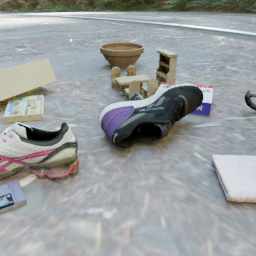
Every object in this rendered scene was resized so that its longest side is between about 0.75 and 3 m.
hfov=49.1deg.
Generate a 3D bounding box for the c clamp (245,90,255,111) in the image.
[{"bbox_3d":[3.816,-0.742,7.520,1.572,1.343,0.213,14,72,53],"label":"c clamp"}]

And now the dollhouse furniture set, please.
[{"bbox_3d":[0.569,-1.879,9.637,2.024,1.345,1.774,-10,28,-19],"label":"dollhouse furniture set"}]

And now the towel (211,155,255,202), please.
[{"bbox_3d":[2.398,0.941,5.287,1.408,0.227,1.345,1,25,1],"label":"towel"}]

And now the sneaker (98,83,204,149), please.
[{"bbox_3d":[0.810,-0.189,6.807,2.838,1.075,1.243,-20,38,-16],"label":"sneaker"}]

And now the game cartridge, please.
[{"bbox_3d":[-2.299,1.242,4.770,0.985,0.189,0.638,-15,26,-27],"label":"game cartridge"}]

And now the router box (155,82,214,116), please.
[{"bbox_3d":[1.777,-0.959,8.837,1.724,0.421,1.547,7,28,14],"label":"router box"}]

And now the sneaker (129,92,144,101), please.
[{"bbox_3d":[-0.056,-0.617,7.276,1.047,0.757,0.398,11,28,-17],"label":"sneaker"}]

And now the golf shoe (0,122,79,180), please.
[{"bbox_3d":[-2.220,0.361,5.444,2.490,1.146,0.904,-3,27,-2],"label":"golf shoe"}]

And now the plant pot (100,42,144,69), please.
[{"bbox_3d":[-0.268,-3.333,12.994,2.019,0.932,2.019,-1,26,0],"label":"plant pot"}]

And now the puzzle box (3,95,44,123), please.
[{"bbox_3d":[-3.060,-0.599,8.373,1.049,0.201,1.577,-6,27,-14],"label":"puzzle box"}]

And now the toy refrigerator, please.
[{"bbox_3d":[-3.727,-1.443,9.068,1.024,0.944,2.699,-6,19,37],"label":"toy refrigerator"}]
